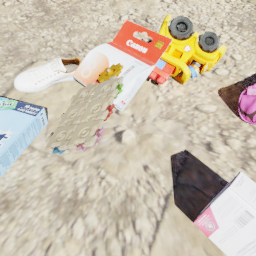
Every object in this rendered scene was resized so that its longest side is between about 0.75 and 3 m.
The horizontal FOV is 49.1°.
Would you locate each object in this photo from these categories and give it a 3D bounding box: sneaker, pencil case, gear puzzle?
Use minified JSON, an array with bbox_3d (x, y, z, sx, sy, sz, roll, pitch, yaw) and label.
[{"bbox_3d":[-2.324,-1.686,8.228,2.070,0.877,0.754,-22,77,-23],"label":"sneaker"},{"bbox_3d":[3.976,-0.945,7.384,2.314,1.084,1.050,-25,33,-25],"label":"pencil case"},{"bbox_3d":[-0.805,-0.550,6.656,1.531,0.387,2.956,-9,43,33],"label":"gear puzzle"}]

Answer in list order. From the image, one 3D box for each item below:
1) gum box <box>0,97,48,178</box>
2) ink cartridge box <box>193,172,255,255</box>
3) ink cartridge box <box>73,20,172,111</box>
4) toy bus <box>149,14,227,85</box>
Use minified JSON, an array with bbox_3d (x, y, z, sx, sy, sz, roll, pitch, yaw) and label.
[{"bbox_3d":[-3.484,0.233,6.443,2.160,0.566,2.542,14,44,15],"label":"gum box"},{"bbox_3d":[1.936,1.595,4.313,1.470,1.077,0.608,42,39,19],"label":"ink cartridge box"},{"bbox_3d":[-0.210,-1.939,7.913,1.954,0.604,2.409,36,94,33],"label":"ink cartridge box"},{"bbox_3d":[1.557,-2.015,8.352,2.042,1.386,1.960,29,80,4],"label":"toy bus"}]
